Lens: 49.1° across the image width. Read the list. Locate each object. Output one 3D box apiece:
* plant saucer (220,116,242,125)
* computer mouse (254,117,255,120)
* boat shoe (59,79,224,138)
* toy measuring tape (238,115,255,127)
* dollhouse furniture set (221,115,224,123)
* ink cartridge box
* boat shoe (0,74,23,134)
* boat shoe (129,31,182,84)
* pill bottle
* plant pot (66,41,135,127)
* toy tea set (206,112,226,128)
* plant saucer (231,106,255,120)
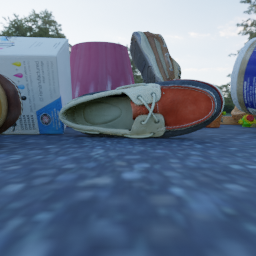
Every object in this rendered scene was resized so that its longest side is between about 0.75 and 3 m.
[{"bbox_3d":[3.658,-0.282,10.112,1.510,0.283,1.510,0,4,0],"label":"plant saucer"},{"bbox_3d":[4.035,-0.392,8.620,0.394,0.984,1.795,-41,-8,22],"label":"computer mouse"},{"bbox_3d":[0.143,-0.276,4.332,2.523,0.898,0.789,-1,4,24],"label":"boat shoe"},{"bbox_3d":[3.500,-0.199,7.758,0.970,0.357,0.357,-1,3,-9],"label":"toy measuring tape"},{"bbox_3d":[2.314,-0.239,8.441,0.630,0.538,1.215,36,-10,-35],"label":"dollhouse furniture set"},{"bbox_3d":[-2.186,-0.840,5.296,2.031,1.495,1.469,0,28,-4],"label":"ink cartridge box"},{"bbox_3d":[-2.490,-0.313,3.620,2.870,1.010,1.009,1,6,20],"label":"boat shoe"},{"bbox_3d":[0.806,-1.197,6.281,0.874,2.435,0.922,-14,-15,-17],"label":"boat shoe"},{"bbox_3d":[3.552,-0.822,5.131,1.647,1.647,2.846,-3,15,-41],"label":"pill bottle"},{"bbox_3d":[-0.881,-1.314,8.915,2.765,2.475,2.765,0,3,0],"label":"plant pot"},{"bbox_3d":[1.699,-0.351,7.566,1.828,0.676,1.087,-2,4,-31],"label":"toy tea set"},{"bbox_3d":[4.390,-0.967,8.591,2.537,0.409,2.537,-27,2,1],"label":"plant saucer"}]
